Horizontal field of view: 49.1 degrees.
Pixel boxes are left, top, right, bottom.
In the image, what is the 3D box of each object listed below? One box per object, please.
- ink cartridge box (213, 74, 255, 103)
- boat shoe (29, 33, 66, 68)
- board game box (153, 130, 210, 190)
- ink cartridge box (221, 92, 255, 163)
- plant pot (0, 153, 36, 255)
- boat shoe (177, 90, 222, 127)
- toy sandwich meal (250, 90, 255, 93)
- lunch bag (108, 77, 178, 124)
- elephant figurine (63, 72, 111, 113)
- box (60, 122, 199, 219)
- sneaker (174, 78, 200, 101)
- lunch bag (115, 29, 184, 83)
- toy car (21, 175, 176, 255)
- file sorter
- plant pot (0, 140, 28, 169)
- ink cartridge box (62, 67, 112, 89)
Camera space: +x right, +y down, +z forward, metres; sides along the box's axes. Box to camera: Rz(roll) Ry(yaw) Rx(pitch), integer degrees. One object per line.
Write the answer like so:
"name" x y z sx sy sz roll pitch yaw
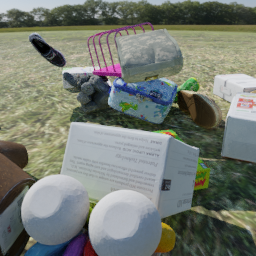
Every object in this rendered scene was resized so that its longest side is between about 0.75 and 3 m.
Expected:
"ink cartridge box" 4.926 -1.654 12.069 1.557 0.880 2.126 -6 25 -14
"boat shoe" -3.170 -3.018 11.216 0.650 1.813 0.615 -39 40 7
"board game box" 0.997 0.753 7.054 1.120 0.525 2.204 -6 24 -13
"ink cartridge box" 4.371 0.004 7.837 2.980 1.249 2.616 10 26 22
"plant pot" -2.940 1.018 4.140 2.924 2.733 2.733 13 26 10
"boat shoe" 2.687 -0.834 10.048 0.927 1.024 2.872 -5 23 -11
"toy sandwich meal" 5.136 -0.831 10.406 1.783 0.611 1.783 -1 40 0
"lunch bag" 0.594 -1.292 10.374 2.235 1.147 2.781 22 27 9
"elephant figurine" -1.447 -1.626 11.215 1.559 1.709 2.203 -33 31 -1
"box" 0.110 0.741 5.129 1.904 1.245 1.894 8 -6 28
"sneaker" 2.260 -1.476 11.501 0.727 0.644 1.740 -38 3 -33
"lunch bag" 0.512 -1.804 7.324 1.508 1.081 1.839 -10 32 0
"toy car" -0.496 1.706 3.865 2.144 1.877 1.608 10 63 15
"file sorter" -0.242 -2.936 10.560 1.744 1.574 2.510 -23 22 -26
"plant pot" -3.055 0.753 6.476 1.223 1.223 1.308 18 17 36
"ink cartridge box" -2.093 -2.621 14.353 2.403 0.809 1.407 -4 24 -9
